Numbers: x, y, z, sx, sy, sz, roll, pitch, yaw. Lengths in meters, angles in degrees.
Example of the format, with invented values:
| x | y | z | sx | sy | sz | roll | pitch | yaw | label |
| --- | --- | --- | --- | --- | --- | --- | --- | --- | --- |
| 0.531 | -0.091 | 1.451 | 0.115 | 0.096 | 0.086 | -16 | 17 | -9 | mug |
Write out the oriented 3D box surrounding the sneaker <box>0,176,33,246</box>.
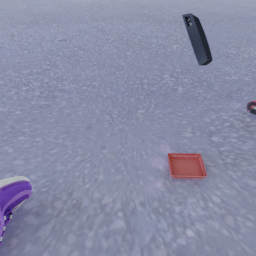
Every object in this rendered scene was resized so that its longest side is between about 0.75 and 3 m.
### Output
| x | y | z | sx | sy | sz | roll | pitch | yaw | label |
| --- | --- | --- | --- | --- | --- | --- | --- | --- | --- |
| -2.589 | 1.976 | 5.099 | 1.046 | 1.011 | 2.508 | 28 | 49 | 12 | sneaker |

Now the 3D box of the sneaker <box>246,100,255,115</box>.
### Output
| x | y | z | sx | sy | sz | roll | pitch | yaw | label |
| --- | --- | --- | --- | --- | --- | --- | --- | --- | --- |
| 4.651 | -0.617 | 9.113 | 0.534 | 0.576 | 1.429 | -23 | 39 | -34 | sneaker |

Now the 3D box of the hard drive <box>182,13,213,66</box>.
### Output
| x | y | z | sx | sy | sz | roll | pitch | yaw | label |
| --- | --- | --- | --- | --- | --- | --- | --- | --- | --- |
| 2.069 | -2.588 | 8.218 | 0.319 | 1.506 | 1.016 | -18 | 1 | 30 | hard drive |

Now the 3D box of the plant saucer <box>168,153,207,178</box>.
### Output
| x | y | z | sx | sy | sz | roll | pitch | yaw | label |
| --- | --- | --- | --- | --- | --- | --- | --- | --- | --- |
| 1.468 | 0.971 | 7.068 | 0.880 | 0.162 | 0.879 | 0 | 33 | 2 | plant saucer |
